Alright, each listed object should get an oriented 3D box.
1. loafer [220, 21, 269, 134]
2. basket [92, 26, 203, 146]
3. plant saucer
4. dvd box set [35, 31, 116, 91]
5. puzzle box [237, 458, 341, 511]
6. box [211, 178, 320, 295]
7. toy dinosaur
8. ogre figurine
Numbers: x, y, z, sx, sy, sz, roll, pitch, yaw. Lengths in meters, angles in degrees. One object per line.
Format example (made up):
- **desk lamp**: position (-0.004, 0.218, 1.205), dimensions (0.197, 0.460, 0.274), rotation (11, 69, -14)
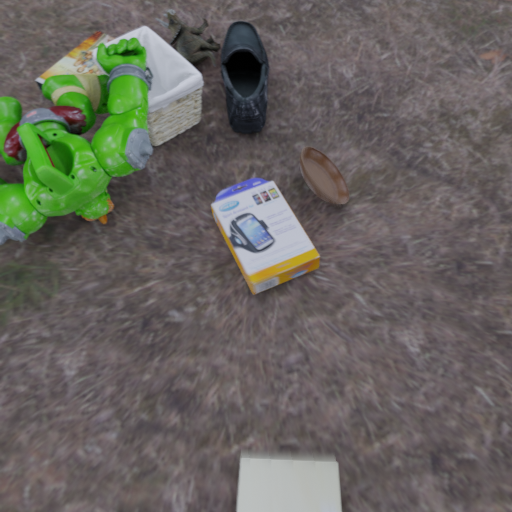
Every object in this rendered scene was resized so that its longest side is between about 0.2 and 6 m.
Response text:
- **loafer**: position (-0.229, -4.215, 12.489), dimensions (1.125, 1.163, 3.314), rotation (-3, 58, -2)
- **basket**: position (-2.275, -3.616, 12.027), dimensions (1.457, 1.326, 2.149), rotation (-35, 65, -20)
- **plant saucer**: position (1.296, -1.535, 11.019), dimensions (1.351, 0.247, 1.351), rotation (31, 40, -30)
- **dvd box set**: position (-3.797, -4.322, 13.055), dimensions (1.580, 0.317, 2.159), rotation (29, 62, 18)
- **puzzle box**: position (0.433, 3.861, 7.614), dimensions (1.476, 0.282, 2.218), rotation (3, 41, 2)
- **box**: position (0.090, -0.476, 10.511), dimensions (1.340, 0.467, 2.251), rotation (-22, 56, -10)
- **toy dinosaur**: position (-1.473, -4.961, 13.317), dimensions (1.097, 0.826, 2.146), rotation (-25, 66, -2)
- **ogre figurine**: position (-3.779, -1.966, 10.452), dimensions (4.591, 2.253, 2.753), rotation (-21, 59, -13)
